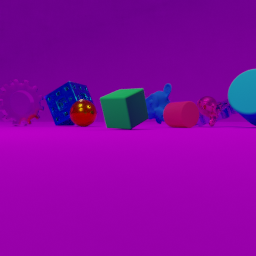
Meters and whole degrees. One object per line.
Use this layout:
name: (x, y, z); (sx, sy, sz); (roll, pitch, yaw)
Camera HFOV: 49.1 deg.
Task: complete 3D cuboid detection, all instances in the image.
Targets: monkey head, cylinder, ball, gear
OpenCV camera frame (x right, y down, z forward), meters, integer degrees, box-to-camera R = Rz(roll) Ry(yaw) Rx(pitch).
monkey head: (2.457, -0.531, 8.623); (0.731, 0.873, 1.214); (19, 4, 25)
cylinder: (3.788, -0.832, 8.111); (1.333, 1.333, 1.333); (1, -15, 41)
cylinder: (1.552, -0.388, 8.188); (0.751, 0.751, 0.751); (-1, 1, -34)
ball: (-1.521, -0.503, 9.549); (0.928, 0.928, 0.928); (0, 1, 0)
gear: (-3.912, -0.905, 10.211); (1.672, 1.672, 0.309); (-1, -2, -43)
monkey head: (1.081, -0.656, 9.161); (0.912, 1.513, 1.088); (-15, 40, -39)
gear: (3.186, -0.586, 10.193); (1.893, 0.350, 1.893); (-22, 7, 3)

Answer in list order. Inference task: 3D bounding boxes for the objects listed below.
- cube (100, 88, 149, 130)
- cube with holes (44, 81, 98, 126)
cube: (-0.070, -0.439, 6.318); (0.726, 0.726, 0.726); (3, 23, 38)
cube with holes: (-2.218, -0.914, 11.010); (1.253, 1.253, 1.253); (-26, -9, 20)
